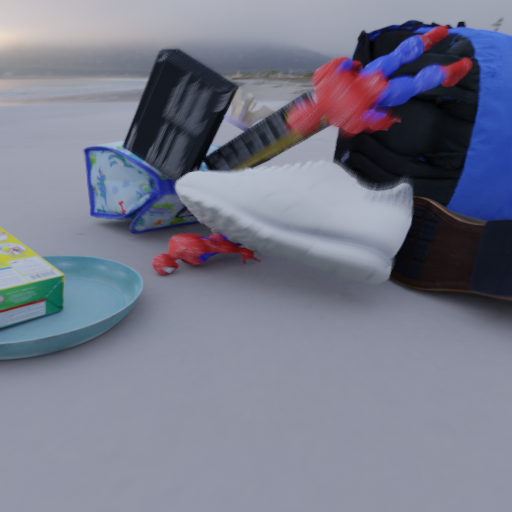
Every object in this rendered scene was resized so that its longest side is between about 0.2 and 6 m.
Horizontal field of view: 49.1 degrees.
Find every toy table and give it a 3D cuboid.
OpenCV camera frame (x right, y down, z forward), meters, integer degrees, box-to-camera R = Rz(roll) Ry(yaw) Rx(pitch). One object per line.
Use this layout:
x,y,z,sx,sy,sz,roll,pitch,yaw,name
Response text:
-0.210,-2.712,10.623,0.983,0.626,1.069,29,10,-13,toy table

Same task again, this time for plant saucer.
-2.850,0.610,7.093,2.811,0.385,2.811,0,20,0,plant saucer

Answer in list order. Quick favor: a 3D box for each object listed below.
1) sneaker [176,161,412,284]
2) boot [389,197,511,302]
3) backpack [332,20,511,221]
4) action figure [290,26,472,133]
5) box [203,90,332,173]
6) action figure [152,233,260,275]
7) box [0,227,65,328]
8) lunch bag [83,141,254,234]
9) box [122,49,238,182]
0.467,-0.731,8.077,3.444,1.386,1.316,18,-11,19,sneaker
3.139,0.050,8.094,1.747,1.346,3.604,16,5,-28,boot
4.180,-2.770,11.515,4.039,3.911,4.813,-2,18,-13,backpack
1.667,-2.313,7.681,3.331,1.090,0.861,-30,0,-35,action figure
0.472,-2.111,9.546,2.304,0.568,1.840,-24,8,36,box
-0.421,-0.267,9.194,2.834,0.732,0.927,-19,21,-32,action figure
-3.760,0.135,7.206,2.478,0.599,1.454,30,30,35,box
-1.664,-1.421,10.842,2.322,1.740,2.731,-14,14,-40,lunch bag
-1.211,-2.176,8.813,1.192,1.689,0.666,32,28,3,box
